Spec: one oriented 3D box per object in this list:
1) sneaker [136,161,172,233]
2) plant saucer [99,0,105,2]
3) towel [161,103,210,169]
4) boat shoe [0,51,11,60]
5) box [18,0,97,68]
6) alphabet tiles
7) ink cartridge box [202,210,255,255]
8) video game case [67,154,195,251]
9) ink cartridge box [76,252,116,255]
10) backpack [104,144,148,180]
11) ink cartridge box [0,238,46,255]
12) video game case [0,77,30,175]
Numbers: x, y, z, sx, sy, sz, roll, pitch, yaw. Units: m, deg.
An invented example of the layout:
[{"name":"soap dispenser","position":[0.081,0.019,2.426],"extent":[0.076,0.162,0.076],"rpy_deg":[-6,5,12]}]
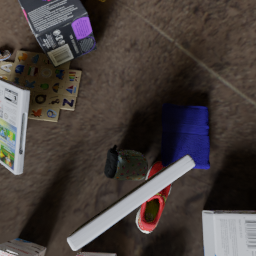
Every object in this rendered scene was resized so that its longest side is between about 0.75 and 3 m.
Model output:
[{"name":"sneaker","position":[0.800,1.830,7.637],"extent":[0.783,0.863,2.032],"rpy_deg":[15,67,2]},{"name":"plant saucer","position":[-1.064,-4.944,9.780],"extent":[1.115,0.270,1.115],"rpy_deg":[24,76,6]},{"name":"towel","position":[1.670,0.243,8.233],"extent":[1.431,0.480,1.938],"rpy_deg":[5,69,-3]},{"name":"boat shoe","position":[-4.205,-2.354,9.091],"extent":[0.769,0.278,0.278],"rpy_deg":[-21,76,-5]},{"name":"box","position":[-2.367,-3.684,8.569],"extent":[1.571,1.811,2.963],"rpy_deg":[-26,73,-6]},{"name":"alphabet tiles","position":[-2.909,-1.365,8.935],"extent":[2.688,0.085,2.237],"rpy_deg":[7,76,2]},{"name":"ink cartridge box","position":[3.530,3.212,7.123],"extent":[2.932,1.241,2.119],"rpy_deg":[1,75,2]},{"name":"video game case","position":[0.032,1.606,6.200],"extent":[2.710,2.464,0.317],"rpy_deg":[-32,80,-12]},{"name":"ink cartridge box","position":[-0.857,4.038,7.244],"extent":[1.050,0.593,1.433],"rpy_deg":[3,75,1]},{"name":"backpack","position":[-0.023,1.039,7.807],"extent":[1.145,0.725,0.955],"rpy_deg":[5,118,-20]},{"name":"ink cartridge box","position":[-2.731,3.226,6.961],"extent":[0.902,1.555,0.528],"rpy_deg":[17,76,4]},{"name":"video game case","position":[-3.404,-0.225,7.444],"extent":[2.392,0.263,2.181],"rpy_deg":[22,109,36]}]
